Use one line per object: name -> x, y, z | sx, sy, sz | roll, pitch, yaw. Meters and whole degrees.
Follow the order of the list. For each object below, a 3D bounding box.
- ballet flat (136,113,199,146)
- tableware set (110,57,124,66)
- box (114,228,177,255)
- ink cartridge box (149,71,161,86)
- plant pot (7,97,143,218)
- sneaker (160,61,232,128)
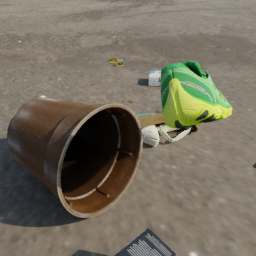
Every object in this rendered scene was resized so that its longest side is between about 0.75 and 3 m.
ballet flat -> 0.972, 0.045, 8.221 | 2.574, 0.873, 0.931 | -9, 54, -20
tableware set -> -0.557, -3.179, 13.359 | 0.644, 0.147, 0.956 | -5, 35, -7
box -> 0.132, 2.394, 4.390 | 1.083, 1.092, 0.673 | -26, 42, -32
ink cartridge box -> 1.345, -2.009, 11.418 | 0.966, 0.415, 0.707 | 3, 34, 7
plant pot -> -1.324, 0.378, 6.428 | 2.400, 2.424, 2.424 | 19, 38, 37
sneaker -> 1.128, -0.561, 4.537 | 0.898, 1.013, 2.424 | -14, -3, 21
